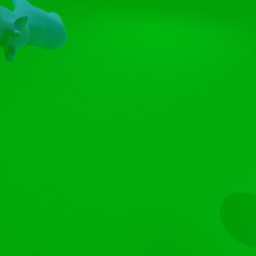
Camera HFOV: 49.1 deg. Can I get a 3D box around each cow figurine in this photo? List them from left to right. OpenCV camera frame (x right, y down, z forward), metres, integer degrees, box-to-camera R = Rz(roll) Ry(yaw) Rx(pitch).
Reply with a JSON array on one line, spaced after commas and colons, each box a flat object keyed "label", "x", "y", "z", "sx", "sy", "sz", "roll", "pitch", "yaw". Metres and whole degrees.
[{"label": "cow figurine", "x": -1.190, "y": -1.189, "z": 3.454, "sx": 1.050, "sy": 0.576, "sz": 1.033, "roll": 8, "pitch": 37, "yaw": -40}]
